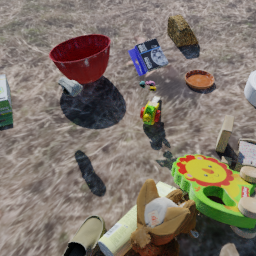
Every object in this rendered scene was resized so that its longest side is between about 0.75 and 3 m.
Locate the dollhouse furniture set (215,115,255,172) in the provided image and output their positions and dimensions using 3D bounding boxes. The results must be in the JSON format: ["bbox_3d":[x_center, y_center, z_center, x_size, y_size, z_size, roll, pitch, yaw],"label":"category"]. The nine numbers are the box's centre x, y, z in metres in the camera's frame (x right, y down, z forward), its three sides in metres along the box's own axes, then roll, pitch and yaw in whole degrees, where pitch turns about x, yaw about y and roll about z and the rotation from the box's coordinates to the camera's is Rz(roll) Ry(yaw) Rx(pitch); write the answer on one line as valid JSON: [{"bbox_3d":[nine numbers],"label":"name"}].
[{"bbox_3d":[4.596,0.769,9.842,2.769,1.226,1.435,16,48,14],"label":"dollhouse furniture set"}]

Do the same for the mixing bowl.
[{"bbox_3d":[-2.057,-3.098,13.142,2.867,1.553,2.867,-8,40,6],"label":"mixing bowl"}]

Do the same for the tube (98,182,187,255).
[{"bbox_3d":[0.454,2.668,8.384,0.862,0.771,2.972,44,57,15],"label":"tube"}]

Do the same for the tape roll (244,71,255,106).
[{"bbox_3d":[6.448,-1.710,12.507,2.278,0.797,2.278,0,47,0],"label":"tape roll"}]

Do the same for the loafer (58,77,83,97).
[{"bbox_3d":[-2.189,-1.464,10.117,0.545,0.546,1.563,-56,35,-8],"label":"loafer"}]

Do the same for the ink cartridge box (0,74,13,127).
[{"bbox_3d":[-5.787,-1.162,11.990,1.367,0.781,2.634,-14,48,-13],"label":"ink cartridge box"}]

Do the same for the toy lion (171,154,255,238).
[{"bbox_3d":[2.639,1.750,8.689,2.721,0.974,2.838,15,26,16],"label":"toy lion"}]

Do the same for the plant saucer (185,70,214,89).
[{"bbox_3d":[3.431,-2.329,13.498,1.391,0.225,1.391,0,45,0],"label":"plant saucer"}]

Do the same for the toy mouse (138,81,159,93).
[{"bbox_3d":[0.754,-1.693,10.833,0.876,0.986,0.191,23,76,-27],"label":"toy mouse"}]

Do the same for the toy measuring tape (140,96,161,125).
[{"bbox_3d":[1.013,-0.698,11.776,0.847,0.847,2.301,12,25,11],"label":"toy measuring tape"}]

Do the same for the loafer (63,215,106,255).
[{"bbox_3d":[-1.236,3.267,7.823,0.766,0.680,2.015,16,48,15],"label":"loafer"}]

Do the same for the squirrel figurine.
[{"bbox_3d":[1.100,2.727,7.756,1.501,1.980,2.121,26,87,40],"label":"squirrel figurine"}]

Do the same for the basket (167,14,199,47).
[{"bbox_3d":[3.177,-5.687,15.951,1.366,1.309,1.834,-11,48,-9],"label":"basket"}]

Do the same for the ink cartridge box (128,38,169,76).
[{"bbox_3d":[0.733,-2.642,10.392,1.176,0.255,1.165,-22,76,-5],"label":"ink cartridge box"}]
